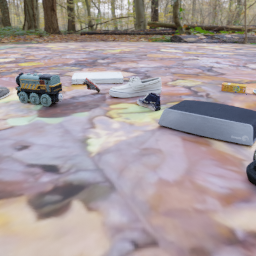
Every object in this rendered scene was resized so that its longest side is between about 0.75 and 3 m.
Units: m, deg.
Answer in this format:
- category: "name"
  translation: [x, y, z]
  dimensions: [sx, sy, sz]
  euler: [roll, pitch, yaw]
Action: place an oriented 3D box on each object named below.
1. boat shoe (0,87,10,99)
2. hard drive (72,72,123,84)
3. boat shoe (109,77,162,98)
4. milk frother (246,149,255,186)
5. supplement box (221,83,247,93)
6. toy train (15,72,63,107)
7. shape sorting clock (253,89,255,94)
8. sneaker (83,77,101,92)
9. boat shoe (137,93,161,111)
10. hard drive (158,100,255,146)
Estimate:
- category: "boat shoe"
  translation: [-6.299, -1.547, 11.993]
  dimensions: [0.991, 0.844, 2.964]
  euler: [10, 23, 24]
- category: "hard drive"
  translation: [-1.749, -2.901, 16.214]
  dimensions: [2.816, 0.376, 1.857]
  euler: [-2, 21, -5]
- category: "boat shoe"
  translation: [0.378, -1.951, 13.033]
  dimensions: [2.610, 0.858, 0.939]
  euler: [-6, 22, -14]
- category: "milk frother"
  translation: [3.164, 0.570, 5.685]
  dimensions: [1.280, 1.418, 1.334]
  euler: [-9, 22, -13]
- category: "supplement box"
  translation: [5.210, -1.978, 13.793]
  dimensions: [1.136, 0.378, 0.391]
  euler: [10, 23, 25]
- category: "toy train"
  translation: [-3.724, -1.653, 11.671]
  dimensions: [2.229, 1.270, 0.950]
  euler: [8, 22, 21]
- category: "shape sorting clock"
  translation: [6.770, -1.743, 13.277]
  dimensions: [1.544, 0.303, 1.544]
  euler: [0, 21, 0]
- category: "sneaker"
  translation: [-1.755, -1.979, 13.359]
  dimensions: [0.424, 0.450, 1.100]
  euler: [38, -2, 44]
- category: "boat shoe"
  translation: [0.851, -1.162, 11.288]
  dimensions: [0.509, 0.632, 1.363]
  euler: [-14, 25, -33]
- category: "hard drive"
  translation: [2.700, -0.302, 9.023]
  dimensions: [2.973, 0.629, 2.005]
  euler: [14, 25, 33]
